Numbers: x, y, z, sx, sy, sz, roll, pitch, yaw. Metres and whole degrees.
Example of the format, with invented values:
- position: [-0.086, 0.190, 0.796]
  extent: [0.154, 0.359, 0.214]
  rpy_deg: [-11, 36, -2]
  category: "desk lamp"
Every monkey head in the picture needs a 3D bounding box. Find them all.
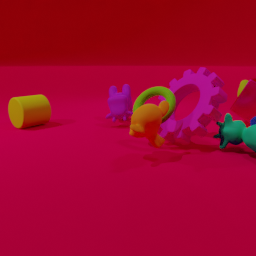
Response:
- position: [0.471, -0.051, 5.716]
  extent: [0.857, 0.718, 1.192]
  rpy_deg: [44, 52, 11]
  category: "monkey head"

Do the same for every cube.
- position: [3.987, -0.769, 8.467]
  extent: [1.094, 1.094, 1.094]
  rpy_deg: [39, 32, 24]
  category: "cube"

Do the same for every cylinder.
- position: [-3.045, -0.520, 8.699]
  extent: [0.943, 0.943, 0.943]
  rpy_deg: [12, 19, 40]
  category: "cylinder"

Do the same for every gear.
- position: [1.461, -0.557, 6.960]
  extent: [0.364, 1.971, 1.971]
  rpy_deg: [32, -5, -32]
  category: "gear"

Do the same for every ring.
- position: [0.609, -0.513, 6.627]
  extent: [1.080, 1.080, 0.216]
  rpy_deg: [10, -22, 36]
  category: "ring"

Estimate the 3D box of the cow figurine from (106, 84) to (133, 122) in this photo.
- position: [-0.223, -0.665, 9.181]
  extent: [0.889, 1.594, 1.620]
  rpy_deg: [-7, -31, 6]
  category: "cow figurine"

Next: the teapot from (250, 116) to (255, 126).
- position: [3.531, -0.147, 7.007]
  extent: [1.568, 0.768, 0.975]
  rpy_deg: [-2, -26, -46]
  category: "teapot"

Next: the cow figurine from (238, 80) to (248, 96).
- position: [4.699, -1.232, 9.605]
  extent: [1.672, 0.918, 1.645]
  rpy_deg: [13, -14, -12]
  category: "cow figurine"

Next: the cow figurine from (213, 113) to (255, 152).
- position: [2.680, 0.193, 5.949]
  extent: [1.483, 0.827, 1.507]
  rpy_deg: [9, 6, 2]
  category: "cow figurine"
